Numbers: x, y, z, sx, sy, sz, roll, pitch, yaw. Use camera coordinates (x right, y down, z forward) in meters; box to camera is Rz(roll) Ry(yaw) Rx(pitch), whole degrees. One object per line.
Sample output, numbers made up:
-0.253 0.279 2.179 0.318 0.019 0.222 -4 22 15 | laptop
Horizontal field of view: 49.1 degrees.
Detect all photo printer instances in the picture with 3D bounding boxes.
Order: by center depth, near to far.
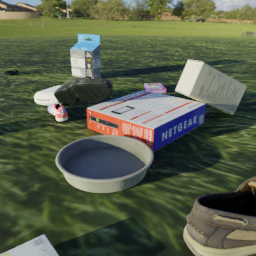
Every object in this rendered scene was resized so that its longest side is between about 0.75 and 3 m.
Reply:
-2.814 -1.304 11.152 1.313 0.548 1.578 5 22 29 | photo printer

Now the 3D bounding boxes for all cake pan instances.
-0.514 0.769 6.438 2.200 0.404 2.200 0 23 0 | cake pan

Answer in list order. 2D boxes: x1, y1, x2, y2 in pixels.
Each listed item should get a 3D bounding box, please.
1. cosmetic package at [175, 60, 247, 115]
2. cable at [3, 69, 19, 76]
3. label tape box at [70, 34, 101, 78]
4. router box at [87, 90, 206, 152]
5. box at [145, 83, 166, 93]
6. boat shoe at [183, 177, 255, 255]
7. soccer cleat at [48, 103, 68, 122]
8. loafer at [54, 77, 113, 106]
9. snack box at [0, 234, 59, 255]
2.837 -1.353 9.509 2.256 1.187 0.802 19 10 -31 | cosmetic package
-6.896 -3.278 16.435 0.819 0.255 1.004 -4 23 -8 | cable
-2.328 -3.901 15.292 1.633 2.265 0.717 15 27 31 | label tape box
0.610 -0.386 8.830 2.570 0.700 2.864 19 29 38 | router box
1.255 -1.855 13.024 0.780 0.223 1.140 -3 23 -7 | box
2.132 1.328 4.366 2.589 0.949 0.964 -8 24 -18 | boat shoe
-2.454 -0.666 9.747 0.494 0.530 1.448 -12 25 -26 | soccer cleat
-1.418 -1.370 9.181 2.478 0.902 0.896 1 52 38 | loafer
-1.605 2.039 3.510 1.580 0.293 0.918 -16 27 -34 | snack box
